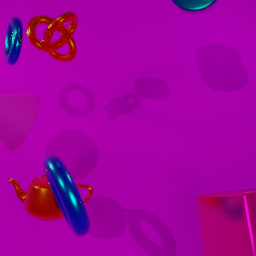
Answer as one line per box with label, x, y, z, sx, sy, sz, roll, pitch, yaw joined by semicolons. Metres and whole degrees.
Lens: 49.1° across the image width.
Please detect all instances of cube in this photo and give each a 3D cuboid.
cube;1.754;1.417;3.827;1.108;1.108;1.108;-1;76;-17

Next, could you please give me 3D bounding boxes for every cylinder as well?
cylinder;1.688;-3.593;6.947;1.373;1.373;1.373;5;110;13

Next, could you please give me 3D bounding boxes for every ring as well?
ring;-2.857;-2.159;6.978;0.236;1.181;1.181;5;65;-34
ring;-1.050;1.138;4.732;0.293;1.463;1.463;-24;71;-22

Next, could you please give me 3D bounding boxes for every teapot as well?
teapot;-1.717;1.403;6.134;1.934;1.203;0.947;1;101;3

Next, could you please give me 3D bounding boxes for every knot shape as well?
knot shape;-1.738;-2.145;6.475;1.176;1.257;0.581;1;34;-33

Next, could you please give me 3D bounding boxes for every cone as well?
cone;-3.117;-0.426;6.441;1.517;1.511;1.511;28;65;-35
